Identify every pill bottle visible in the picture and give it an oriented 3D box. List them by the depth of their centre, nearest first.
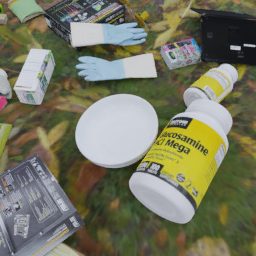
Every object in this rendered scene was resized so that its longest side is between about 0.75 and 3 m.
[{"bbox_3d":[1.274,0.610,6.181,1.452,1.452,2.582,29,62,17],"label":"pill bottle"},{"bbox_3d":[2.292,-1.088,7.611,1.519,0.846,0.846,-39,66,-22],"label":"pill bottle"}]

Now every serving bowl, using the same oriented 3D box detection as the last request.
[{"bbox_3d":[-0.220,0.135,6.849,2.004,0.659,2.004,-8,55,11],"label":"serving bowl"}]

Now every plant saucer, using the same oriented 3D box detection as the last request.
[{"bbox_3d":[-3.597,0.226,7.151,0.959,0.230,0.960,4,59,3],"label":"plant saucer"}]

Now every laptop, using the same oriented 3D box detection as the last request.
[{"bbox_3d":[3.151,-3.040,9.120,2.055,1.197,2.318,2,83,-6],"label":"laptop"}]

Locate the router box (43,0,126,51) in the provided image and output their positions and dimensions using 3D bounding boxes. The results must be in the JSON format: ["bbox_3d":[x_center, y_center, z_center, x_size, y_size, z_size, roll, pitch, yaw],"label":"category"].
[{"bbox_3d":[-1.386,-3.718,9.341,2.210,0.687,1.656,-39,66,-21],"label":"router box"}]

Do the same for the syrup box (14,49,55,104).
[{"bbox_3d":[-2.626,-1.481,7.987,0.637,0.615,1.563,5,58,3],"label":"syrup box"}]

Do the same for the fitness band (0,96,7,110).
[{"bbox_3d":[-2.906,-0.950,5.140,0.407,1.562,2.176,-29,19,-6],"label":"fitness band"}]

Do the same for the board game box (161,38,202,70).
[{"bbox_3d":[1.660,-2.295,8.667,1.073,0.345,0.791,-16,60,-10],"label":"board game box"}]

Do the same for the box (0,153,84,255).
[{"bbox_3d":[-2.127,1.640,5.681,1.699,0.518,2.145,-34,43,-19],"label":"box"}]

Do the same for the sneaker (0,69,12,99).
[{"bbox_3d":[-4.206,-0.818,7.496,2.181,0.826,1.003,-29,66,-15],"label":"sneaker"}]

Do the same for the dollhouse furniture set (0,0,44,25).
[{"bbox_3d":[-4.121,-4.095,9.475,2.254,0.870,1.127,-34,64,-19],"label":"dollhouse furniture set"}]

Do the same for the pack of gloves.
[{"bbox_3d":[-0.474,-2.279,8.552,2.385,0.471,2.004,-5,70,-12],"label":"pack of gloves"}]

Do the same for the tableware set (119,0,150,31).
[{"bbox_3d":[0.139,-4.039,9.284,0.262,1.148,1.704,-41,66,4],"label":"tableware set"}]

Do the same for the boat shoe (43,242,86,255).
[{"bbox_3d":[-0.552,2.992,5.047,2.681,0.982,0.840,21,61,24],"label":"boat shoe"}]
